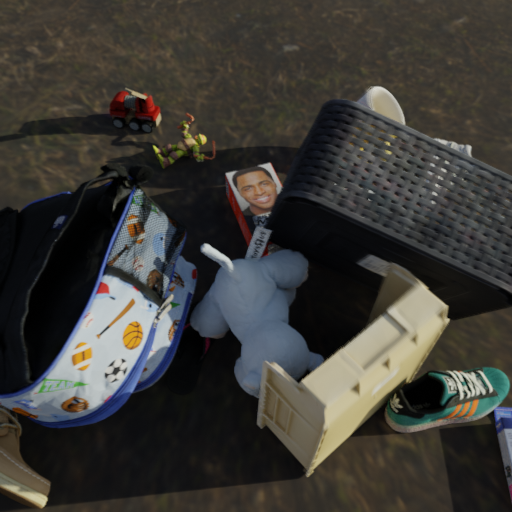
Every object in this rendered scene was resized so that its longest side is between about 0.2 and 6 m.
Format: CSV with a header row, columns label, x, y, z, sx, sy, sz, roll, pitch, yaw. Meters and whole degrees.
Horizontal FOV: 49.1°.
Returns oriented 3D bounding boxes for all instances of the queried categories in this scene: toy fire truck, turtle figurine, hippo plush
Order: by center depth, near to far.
label,x,y,z,sx,sy,sz,roll,pitch,yaw
hippo plush,0.267,0.949,7.946,1.854,2.327,1.871,-19,63,-25
turtle figurine,-1.515,-2.278,11.541,1.151,0.460,1.427,-25,62,-9
toy fire truck,-2.626,-3.207,11.815,1.024,1.163,0.749,11,52,8

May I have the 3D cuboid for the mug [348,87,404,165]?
label,x,y,z,sx,sy,sz,roll,pitch,yaw
mug,2.140,-2.500,10.974,1.041,1.067,1.300,36,52,-27

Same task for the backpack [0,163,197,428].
label,x,y,z,sx,sy,sz,roll,pitch,yaw
backpack,-2.498,0.714,7.645,3.249,2.503,3.095,-12,46,39

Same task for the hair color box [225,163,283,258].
label,x,y,z,sx,sy,sz,roll,pitch,yaw
hair color box,0.127,-0.820,10.318,0.945,0.570,1.862,-16,53,-11

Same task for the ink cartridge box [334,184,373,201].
label,x,y,z,sx,sy,sz,roll,pitch,yaw
ink cartridge box,1.601,-0.676,10.215,0.922,0.540,1.276,12,52,12

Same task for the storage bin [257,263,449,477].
label,x,y,z,sx,sy,sz,roll,pitch,yaw
storage bin,1.218,1.518,7.444,2.256,2.239,1.057,-33,61,-24

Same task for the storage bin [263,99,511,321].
label,x,y,z,sx,sy,sz,roll,pitch,yaw
storage bin,2.048,-0.516,8.306,3.430,2.319,1.608,25,74,-2

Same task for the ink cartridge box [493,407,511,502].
label,x,y,z,sx,sy,sz,roll,pitch,yaw
ink cartridge box,3.855,2.746,7.708,0.867,0.305,1.453,3,50,2

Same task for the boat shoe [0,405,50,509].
label,x,y,z,sx,sy,sz,roll,pitch,yaw
boat shoe,-3.697,2.363,7.566,2.724,0.971,0.879,27,57,21

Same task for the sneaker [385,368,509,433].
label,x,y,z,sx,sy,sz,roll,pitch,yaw
sneaker,2.803,1.968,7.985,1.932,0.772,0.690,-15,53,-10

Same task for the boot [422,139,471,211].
label,x,y,z,sx,sy,sz,roll,pitch,yaw
boot,3.735,-1.582,10.817,0.926,0.713,1.938,8,51,14

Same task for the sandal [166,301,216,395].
label,x,y,z,sx,sy,sz,roll,pitch,yaw
sandal,-0.976,1.369,8.719,0.600,0.360,1.597,10,53,5
